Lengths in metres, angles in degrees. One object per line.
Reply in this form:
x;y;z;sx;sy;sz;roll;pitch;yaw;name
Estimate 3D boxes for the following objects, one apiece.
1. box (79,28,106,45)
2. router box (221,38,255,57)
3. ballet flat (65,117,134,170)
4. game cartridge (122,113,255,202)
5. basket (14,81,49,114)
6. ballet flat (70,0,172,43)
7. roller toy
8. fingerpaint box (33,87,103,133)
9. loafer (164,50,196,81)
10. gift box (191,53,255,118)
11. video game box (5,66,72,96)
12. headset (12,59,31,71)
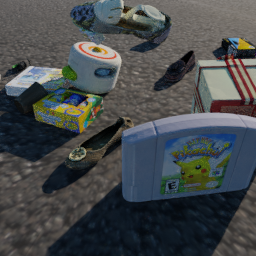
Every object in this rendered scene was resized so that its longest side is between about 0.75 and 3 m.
-0.956;-2.457;7.333;0.262;0.281;1.356;-40;35;-2;box
5.564;-4.058;14.047;1.272;0.436;1.706;-1;35;-2;router box
-0.704;0.320;7.602;0.824;0.567;2.445;27;43;33;ballet flat
1.358;0.631;5.912;2.992;1.995;0.606;-5;34;-7;game cartridge
-3.229;-0.949;9.356;0.971;0.875;0.660;-43;13;-34;basket
-0.065;-2.557;6.376;2.403;0.864;0.864;5;32;-18;ballet flat
-1.241;-2.300;10.303;1.874;1.436;2.055;20;32;1;roller toy
-1.873;-0.631;8.935;1.698;0.623;1.416;16;38;22;fingerpaint box
2.193;-2.653;11.775;0.813;0.712;2.261;22;40;28;loafer
3.013;-0.626;7.754;2.307;2.129;2.154;2;42;-2;gift box
-3.260;-1.746;10.695;2.030;0.475;1.850;7;38;10;video game box
-4.632;-2.761;12.182;0.925;0.435;0.571;-3;34;15;headset
